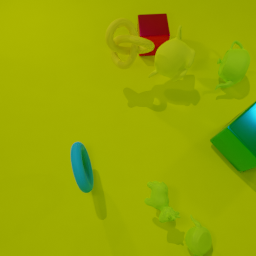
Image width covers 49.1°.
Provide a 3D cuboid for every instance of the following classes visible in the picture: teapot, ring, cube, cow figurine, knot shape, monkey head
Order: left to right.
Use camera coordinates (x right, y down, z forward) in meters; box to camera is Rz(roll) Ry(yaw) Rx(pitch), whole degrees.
[{"bbox_3d":[-1.107,0.955,6.835,0.252,1.262,1.262,-14,65,1],"label":"ring"},{"bbox_3d":[-0.073,-2.317,7.555,1.371,1.283,0.633,-16,44,28],"label":"knot shape"},{"bbox_3d":[0.815,-3.082,9.301,0.958,0.958,0.958,-3,65,-1],"label":"cube"},{"bbox_3d":[0.826,1.720,6.543,0.886,0.494,0.901,10,93,41],"label":"cow figurine"},{"bbox_3d":[1.384,-2.087,8.312,1.077,1.787,1.286,34,33,2],"label":"monkey head"},{"bbox_3d":[1.651,2.638,6.722,0.663,0.522,1.067,-4,91,-34],"label":"teapot"},{"bbox_3d":[3.175,-1.888,8.653,0.869,1.104,1.775,19,82,4],"label":"teapot"},{"bbox_3d":[3.223,0.260,7.483,1.231,1.231,1.231,-38,79,-16],"label":"cube"}]
